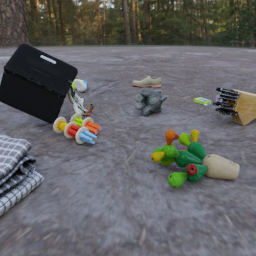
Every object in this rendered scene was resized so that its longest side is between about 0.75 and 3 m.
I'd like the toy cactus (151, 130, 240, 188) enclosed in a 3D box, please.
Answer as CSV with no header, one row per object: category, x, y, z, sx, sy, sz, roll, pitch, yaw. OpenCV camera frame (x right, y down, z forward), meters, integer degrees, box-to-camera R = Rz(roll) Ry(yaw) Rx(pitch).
toy cactus,1.711,0.722,7.090,2.116,1.311,2.565,14,14,9

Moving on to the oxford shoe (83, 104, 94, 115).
oxford shoe,-1.713,-0.793,11.958,0.334,0.342,0.938,4,21,9

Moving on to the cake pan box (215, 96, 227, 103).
cake pan box,5.201,-1.308,13.230,1.618,0.423,1.490,-14,23,-32

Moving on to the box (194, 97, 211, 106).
box,3.602,-1.282,13.480,0.476,0.186,0.781,-13,24,-29

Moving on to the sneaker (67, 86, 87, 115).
sneaker,-1.872,-1.051,10.291,0.522,1.191,0.450,-21,11,-12

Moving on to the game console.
game console,-3.136,-1.539,9.799,2.164,1.259,1.903,24,60,-8

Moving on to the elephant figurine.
elephant figurine,1.003,-1.195,12.130,1.343,1.225,1.731,36,14,12

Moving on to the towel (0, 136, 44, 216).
towel,-3.664,0.992,6.023,2.843,1.216,2.354,8,23,21

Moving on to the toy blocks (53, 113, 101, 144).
toy blocks,-1.463,0.060,9.368,1.605,0.583,1.338,21,24,31

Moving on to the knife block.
knife block,4.218,-1.116,10.422,2.094,1.838,0.670,-34,27,-2

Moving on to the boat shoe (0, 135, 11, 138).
boat shoe,-3.673,0.541,8.089,0.677,0.589,1.838,-6,22,-15

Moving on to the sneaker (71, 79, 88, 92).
sneaker,-2.571,-2.491,15.957,0.953,0.687,1.814,-13,24,-33

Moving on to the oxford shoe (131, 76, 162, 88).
oxford shoe,1.115,-2.816,16.824,1.816,0.670,0.643,2,21,4
